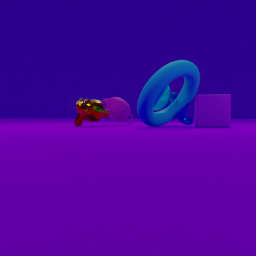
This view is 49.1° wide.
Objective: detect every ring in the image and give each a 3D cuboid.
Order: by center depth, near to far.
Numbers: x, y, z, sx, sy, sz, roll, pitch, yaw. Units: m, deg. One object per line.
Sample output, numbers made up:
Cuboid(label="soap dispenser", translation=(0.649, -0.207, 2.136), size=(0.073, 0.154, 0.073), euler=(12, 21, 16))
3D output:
Cuboid(label="ring", translation=(1.111, -0.878, 7.532), size=(2.043, 2.043, 0.409), euler=(-2, 40, -46))

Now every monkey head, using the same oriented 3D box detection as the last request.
Cuboid(label="monkey head", translation=(-1.148, -0.401, 8.390), size=(0.827, 0.987, 1.372), euler=(26, 12, 22))
Cuboid(label="monkey head", translation=(1.389, -0.587, 9.168), size=(1.103, 1.533, 0.924), euler=(-43, 10, -17))

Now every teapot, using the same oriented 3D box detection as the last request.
Cuboid(label="teapot", translation=(-0.437, -0.630, 9.872), size=(1.495, 0.732, 0.930), euler=(33, -20, 2))

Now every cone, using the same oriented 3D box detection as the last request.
Cuboid(label="cone", translation=(1.025, -0.970, 7.932), size=(0.892, 0.892, 0.895), euler=(2, 6, 39))

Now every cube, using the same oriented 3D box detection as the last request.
Cuboid(label="cube", translation=(2.300, -0.455, 7.703), size=(0.864, 0.864, 0.864), euler=(0, 2, 10))
